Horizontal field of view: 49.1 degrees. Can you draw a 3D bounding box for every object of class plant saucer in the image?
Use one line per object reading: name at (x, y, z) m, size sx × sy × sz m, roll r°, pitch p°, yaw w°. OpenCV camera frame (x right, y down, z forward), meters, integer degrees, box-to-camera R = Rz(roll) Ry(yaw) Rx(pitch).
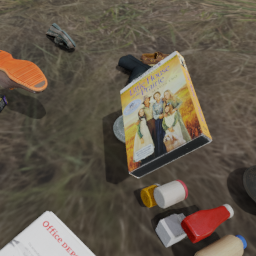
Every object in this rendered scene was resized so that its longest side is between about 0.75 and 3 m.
plant saucer at (0.220, -0.091, 8.476) m, size 1.341 × 0.337 × 1.341 m, roll 0°, pitch 47°, yaw 0°

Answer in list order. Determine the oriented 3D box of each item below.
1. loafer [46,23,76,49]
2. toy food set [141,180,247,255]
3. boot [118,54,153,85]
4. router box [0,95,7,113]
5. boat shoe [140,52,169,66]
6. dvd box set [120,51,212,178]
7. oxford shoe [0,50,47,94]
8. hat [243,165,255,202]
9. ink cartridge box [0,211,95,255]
loafer at (-2.825, -3.701, 11.675) m, size 0.645 × 0.737 × 2.052 m, roll -39°, pitch 49°, yaw -4°
toy food set at (1.467, 2.050, 5.915) m, size 1.195 × 1.268 × 2.656 m, roll -15°, pitch 48°, yaw -27°
boot at (0.111, -2.063, 10.107) m, size 1.262 × 0.574 × 1.502 m, roll 31°, pitch 48°, yaw 21°
router box at (-4.780, -0.669, 8.980) m, size 1.368 × 0.357 × 1.076 m, roll 8°, pitch 48°, yaw 8°
boat shoe at (1.170, -2.656, 10.735) m, size 1.420 × 0.479 × 0.511 m, roll -6°, pitch 48°, yaw -5°
dvd box set at (0.627, -0.341, 5.807) m, size 1.701 × 0.342 × 2.325 m, roll -31°, pitch 45°, yaw 28°
oxford shoe at (-2.891, -1.333, 7.308) m, size 2.113 × 0.770 × 0.753 m, roll 31°, pitch 47°, yaw 23°
hat at (3.498, 1.639, 6.679) m, size 1.641 × 0.662 × 1.641 m, roll 1°, pitch 39°, yaw -1°
ink cartridge box at (-1.807, 2.940, 5.288) m, size 1.580 × 0.893 × 2.156 m, roll 34°, pitch 56°, yaw 27°
